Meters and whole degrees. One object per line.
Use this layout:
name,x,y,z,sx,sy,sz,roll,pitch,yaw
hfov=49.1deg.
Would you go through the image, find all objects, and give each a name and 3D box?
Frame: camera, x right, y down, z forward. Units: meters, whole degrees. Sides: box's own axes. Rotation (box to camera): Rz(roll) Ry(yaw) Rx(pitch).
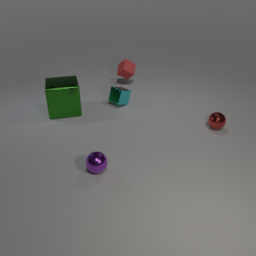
cube,-0.081,-3.173,15.103,0.700,0.700,0.700,20,-24,-29
cube,-0.390,-1.534,13.174,0.700,0.700,0.700,26,20,36
cube,-2.859,-1.381,12.400,1.400,1.400,1.400,-7,31,-12
ball,3.582,-0.293,11.262,0.700,0.700,0.700,0,31,0
ball,-1.000,1.094,8.931,0.700,0.700,0.700,0,31,0
